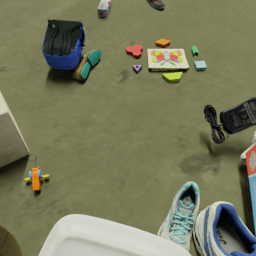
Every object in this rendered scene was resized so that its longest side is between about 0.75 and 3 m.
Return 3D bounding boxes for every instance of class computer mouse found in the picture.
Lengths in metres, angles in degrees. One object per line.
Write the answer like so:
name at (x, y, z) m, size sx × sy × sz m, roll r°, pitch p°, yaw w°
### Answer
computer mouse at (2.672, -0.292, 6.786) m, size 1.482 × 0.391 × 1.027 m, roll -21°, pitch 81°, yaw 25°

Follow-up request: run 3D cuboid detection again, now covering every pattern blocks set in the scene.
pattern blocks set at (1.291, -2.319, 9.373) m, size 2.420 × 0.196 × 2.127 m, roll -12°, pitch 53°, yaw -10°

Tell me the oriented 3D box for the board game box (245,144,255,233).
board game box at (3.848, 1.532, 5.775) m, size 2.610 × 0.526 × 1.997 m, roll 14°, pitch 52°, yaw -5°

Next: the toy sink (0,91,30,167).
toy sink at (-3.949, 0.204, 6.449) m, size 2.603 × 1.697 × 1.458 m, roll -26°, pitch 56°, yaw -18°

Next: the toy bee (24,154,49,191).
toy bee at (-2.130, 1.080, 6.629) m, size 0.533 × 0.443 × 0.814 m, roll 12°, pitch 77°, yaw -1°

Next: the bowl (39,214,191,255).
bowl at (-0.392, 2.954, 4.464) m, size 2.943 × 1.099 × 2.939 m, roll 14°, pitch 62°, yaw 9°

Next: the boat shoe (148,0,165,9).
boat shoe at (1.100, -5.395, 11.611) m, size 0.463 × 0.464 × 1.282 m, roll -25°, pitch 56°, yaw -18°

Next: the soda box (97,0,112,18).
soda box at (-0.926, -4.923, 11.312) m, size 0.380 × 0.353 × 1.112 m, roll 8°, pitch 52°, yaw 6°

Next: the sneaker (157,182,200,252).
sneaker at (1.050, 1.867, 5.724) m, size 0.687 × 0.764 × 1.770 m, roll 15°, pitch 53°, yaw 12°

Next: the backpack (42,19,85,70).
backpack at (-1.969, -2.516, 8.867) m, size 1.194 × 1.233 × 1.469 m, roll 2°, pitch 59°, yaw 7°

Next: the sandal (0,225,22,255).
sandal at (-3.098, 2.382, 5.347) m, size 2.964 × 0.809 × 1.211 m, roll 11°, pitch 36°, yaw 27°

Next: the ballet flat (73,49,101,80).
ballet flat at (-1.379, -2.079, 9.086) m, size 0.518 × 0.486 × 1.433 m, roll 5°, pitch 54°, yaw 28°

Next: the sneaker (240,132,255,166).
sneaker at (3.438, 0.412, 7.064) m, size 1.802 × 0.671 × 0.785 m, roll -25°, pitch 40°, yaw -22°

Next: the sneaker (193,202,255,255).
sneaker at (2.043, 2.640, 4.829) m, size 1.060 × 1.241 × 2.815 m, roll -19°, pitch 56°, yaw -16°
